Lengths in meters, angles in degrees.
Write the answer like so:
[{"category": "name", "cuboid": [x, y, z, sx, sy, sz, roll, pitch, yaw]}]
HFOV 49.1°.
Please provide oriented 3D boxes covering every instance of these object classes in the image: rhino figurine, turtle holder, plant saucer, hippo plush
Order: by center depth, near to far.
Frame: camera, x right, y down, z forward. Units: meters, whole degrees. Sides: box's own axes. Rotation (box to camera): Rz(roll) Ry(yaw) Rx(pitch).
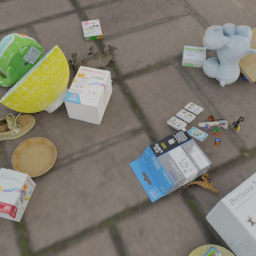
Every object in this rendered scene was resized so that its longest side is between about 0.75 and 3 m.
[{"category": "plant saucer", "cuboid": [-3.201, 1.034, 9.697, 1.507, 0.267, 1.507, 0, 59, 0]}, {"category": "hippo plush", "cuboid": [4.063, -2.829, 11.105, 2.463, 1.980, 1.962, 28, 50, 29]}, {"category": "turtle holder", "cuboid": [-4.468, -2.709, 11.329, 1.603, 2.258, 1.715, 42, 35, 21]}, {"category": "rhino figurine", "cuboid": [-1.386, -2.925, 11.872, 2.272, 0.679, 0.993, -27, 71, -18]}]

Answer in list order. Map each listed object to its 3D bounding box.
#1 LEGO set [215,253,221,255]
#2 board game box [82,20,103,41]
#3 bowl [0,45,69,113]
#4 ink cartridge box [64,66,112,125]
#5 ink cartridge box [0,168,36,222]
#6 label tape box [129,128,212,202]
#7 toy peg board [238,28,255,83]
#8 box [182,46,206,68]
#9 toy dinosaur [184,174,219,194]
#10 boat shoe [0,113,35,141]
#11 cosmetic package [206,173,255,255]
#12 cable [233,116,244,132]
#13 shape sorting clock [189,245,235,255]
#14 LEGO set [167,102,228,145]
[{"category": "LEGO set", "cuboid": [2.489, 4.645, 7.041, 2.735, 0.671, 2.043, 36, 69, 10]}, {"category": "board game box", "cuboid": [-1.685, -4.613, 13.162, 0.846, 0.223, 1.105, -9, 59, -6]}, {"category": "bowl", "cuboid": [-3.074, -1.469, 10.287, 1.538, 2.858, 2.858, 46, 60, -23]}, {"category": "ink cartridge box", "cuboid": [-1.409, -1.335, 10.584, 1.237, 1.205, 1.924, 12, 60, 7]}, {"category": "ink cartridge box", "cuboid": [-3.635, 2.061, 8.671, 0.937, 0.941, 1.296, 11, 59, 7]}, {"category": "label tape box", "cuboid": [1.376, 1.190, 9.348, 2.222, 0.703, 1.602, -26, 62, -15]}, {"category": "toy peg board", "cuboid": [5.121, -2.914, 11.880, 1.915, 0.937, 1.907, -31, 79, -16]}, {"category": "box", "cuboid": [2.859, -3.085, 12.095, 0.939, 0.454, 0.829, 7, 59, 4]}, {"category": "toy dinosaur", "cuboid": [2.475, 1.814, 9.186, 1.136, 0.343, 0.604, 17, 61, 10]}, {"category": "boat shoe", "cuboid": [-4.449, 0.012, 10.075, 2.171, 0.681, 0.796, -25, 62, -14]}, {"category": "cosmetic package", "cuboid": [3.740, 2.661, 7.783, 1.845, 1.834, 2.205, -31, 62, -17]}, {"category": "cable", "cuboid": [4.016, -0.203, 10.133, 0.192, 0.764, 0.371, 0, 50, -12]}, {"category": "shape sorting clock", "cuboid": [2.397, 4.224, 7.686, 1.895, 0.372, 1.895, 2, 64, -4]}, {"category": "LEGO set", "cuboid": [2.683, -0.054, 10.322, 2.008, 0.493, 1.500, 32, 57, 33]}]
